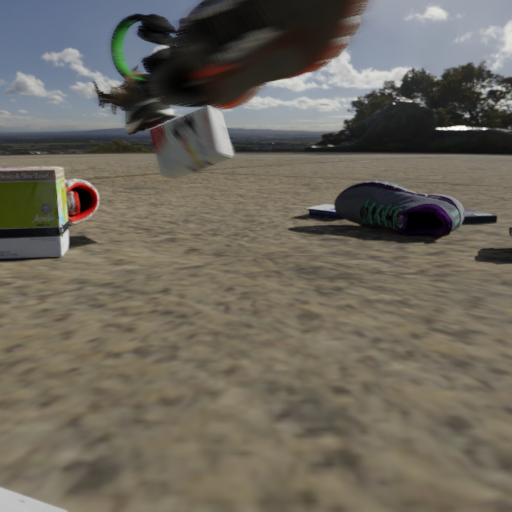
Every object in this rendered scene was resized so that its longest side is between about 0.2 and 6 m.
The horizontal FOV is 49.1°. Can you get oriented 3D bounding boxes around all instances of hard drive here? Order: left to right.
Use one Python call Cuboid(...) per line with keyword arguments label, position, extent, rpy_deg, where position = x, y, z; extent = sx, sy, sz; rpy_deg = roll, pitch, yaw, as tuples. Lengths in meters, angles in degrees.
Cuboid(label="hard drive", position=(-1.249, 1.270, 2.282), extent=(0.553, 0.110, 0.839), rpy_deg=(6, 13, 24))

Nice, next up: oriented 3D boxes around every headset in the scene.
Cuboid(label="headset", position=(-1.613, -3.344, 8.963), extent=(1.773, 1.095, 0.833), rpy_deg=(-1, 16, 23))

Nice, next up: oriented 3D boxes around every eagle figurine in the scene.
Cuboid(label="eagle figurine", position=(-2.100, -2.556, 8.731), extent=(0.780, 0.592, 0.589), rpy_deg=(-18, 20, 1))

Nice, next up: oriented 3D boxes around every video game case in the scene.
Cuboid(label="video game case", position=(3.768, -0.896, 11.789), extent=(1.481, 0.197, 2.073), rpy_deg=(-3, 12, -14))

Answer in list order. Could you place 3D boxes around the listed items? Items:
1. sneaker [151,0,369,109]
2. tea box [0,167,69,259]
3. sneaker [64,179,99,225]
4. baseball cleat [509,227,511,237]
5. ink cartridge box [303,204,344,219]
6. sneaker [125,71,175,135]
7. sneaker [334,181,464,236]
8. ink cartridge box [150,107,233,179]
Cuboid(label="sneaker", position=(-0.126, -2.137, 5.546), extent=(1.214, 1.142, 2.964), rpy_deg=(-26, 1, -35))
Cuboid(label="tea box", position=(-3.481, -0.648, 8.170), extent=(1.296, 1.275, 0.866), rpy_deg=(-2, 12, -10))
Cuboid(label="sneaker", position=(-4.438, -1.035, 10.562), extent=(1.573, 0.980, 2.935), rpy_deg=(7, 11, 38))
Cuboid(label="baseball cleat", position=(5.010, -0.426, 8.251), extent=(2.344, 0.818, 1.248), rpy_deg=(4, 13, 13))
Cuboid(label="ink cartridge box", position=(1.638, -0.928, 11.900), extent=(0.948, 0.225, 0.959), rpy_deg=(10, 18, 32))
Cuboid(label="sneaker", position=(-2.147, -2.917, 10.487), extent=(0.910, 0.976, 2.462), rpy_deg=(-22, 27, -6))
Cuboid(label="sneaker", position=(2.411, -0.817, 9.991), extent=(2.366, 0.880, 1.035), rpy_deg=(7, 20, 28))
Cuboid(label="ink cartridge box", position=(-1.121, -1.950, 9.679), extent=(1.206, 0.879, 0.500), rpy_deg=(-17, -4, 22))
